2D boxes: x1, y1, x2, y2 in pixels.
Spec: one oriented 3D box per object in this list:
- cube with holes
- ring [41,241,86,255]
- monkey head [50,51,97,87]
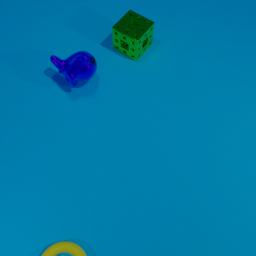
[{"bbox_3d":[0.165,-2.932,8.925,0.942,0.942,0.942,33,69,15],"label":"cube with holes"},{"bbox_3d":[-1.484,3.220,6.372,1.186,0.237,1.186,0,65,-1],"label":"ring"},{"bbox_3d":[-1.542,-1.891,8.182,1.047,1.737,1.250,-45,103,4],"label":"monkey head"}]
